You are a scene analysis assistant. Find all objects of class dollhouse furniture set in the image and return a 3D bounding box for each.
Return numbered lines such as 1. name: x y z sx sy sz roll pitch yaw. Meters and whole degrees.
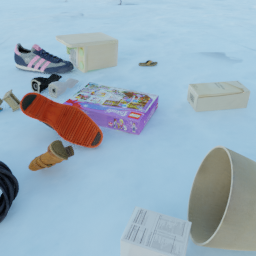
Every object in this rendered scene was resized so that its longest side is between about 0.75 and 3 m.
1. dollhouse furniture set: -4.542 -0.904 10.479 0.872 0.615 0.611 -28 31 11

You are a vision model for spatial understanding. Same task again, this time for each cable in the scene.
1. cable: -3.772 1.289 6.314 2.563 0.651 2.091 35 30 16

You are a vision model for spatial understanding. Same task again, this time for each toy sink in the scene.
1. toy sink: -2.026 -3.729 13.819 2.614 1.464 1.704 -17 37 -32

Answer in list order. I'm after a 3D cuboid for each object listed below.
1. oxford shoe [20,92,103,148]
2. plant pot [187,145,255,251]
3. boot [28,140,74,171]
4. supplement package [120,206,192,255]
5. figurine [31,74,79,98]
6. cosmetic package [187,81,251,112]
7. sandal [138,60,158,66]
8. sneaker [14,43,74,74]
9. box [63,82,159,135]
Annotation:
1. oxford shoe: -1.975 -0.247 8.935 2.898 1.051 1.032 30 86 13
2. plant pot: 2.555 1.600 5.580 2.119 1.984 1.984 17 34 -2
3. boot: -2.077 0.742 7.153 1.105 0.546 1.424 -22 -3 2
4. supplement package: 0.528 2.214 5.325 1.134 0.861 0.854 12 35 17
5. figurine: -3.029 -1.894 11.851 1.511 0.651 1.475 16 33 22
6. cosmetic package: 3.403 -1.223 10.663 2.037 0.745 1.055 -6 34 -8
7. sandal: 1.030 -3.325 14.271 0.996 0.269 0.400 -2 33 -3
8. sneaker: -4.084 -3.351 13.429 2.980 1.222 1.045 6 32 5
9. box: -0.598 -0.796 10.144 2.952 0.577 2.020 13 36 19
